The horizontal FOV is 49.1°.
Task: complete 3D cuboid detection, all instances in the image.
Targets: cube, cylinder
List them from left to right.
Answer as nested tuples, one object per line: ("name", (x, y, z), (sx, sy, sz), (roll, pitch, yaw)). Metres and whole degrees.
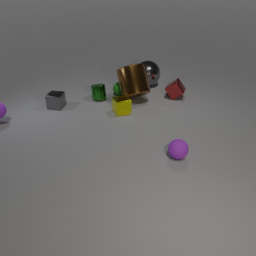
("cube", (-3.389, -1.299, 13.181), (0.700, 0.700, 0.700), (6, 31, 11))
("cylinder", (-1.458, -1.802, 13.961), (0.700, 0.700, 0.700), (-4, 20, 1))
("cube", (-0.285, -1.018, 12.690), (0.700, 0.700, 0.700), (-11, 31, -19))
("cylinder", (0.266, -2.244, 13.613), (1.400, 1.400, 1.400), (-13, -1, 0))
("cube", (2.387, -1.962, 14.070), (0.700, 0.700, 0.700), (-30, 15, 32))

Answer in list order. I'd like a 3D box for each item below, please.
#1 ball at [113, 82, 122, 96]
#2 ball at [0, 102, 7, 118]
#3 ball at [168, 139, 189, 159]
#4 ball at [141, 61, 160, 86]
("ball", (-0.420, -2.021, 14.395), (0.700, 0.700, 0.700), (0, 30, 0))
("ball", (-5.413, -0.732, 11.605), (0.700, 0.700, 0.700), (0, 30, 0))
("ball", (1.719, 0.721, 9.574), (0.700, 0.700, 0.700), (0, 30, 0))
("ball", (1.080, -2.999, 15.426), (1.400, 1.400, 1.400), (0, 30, 0))
